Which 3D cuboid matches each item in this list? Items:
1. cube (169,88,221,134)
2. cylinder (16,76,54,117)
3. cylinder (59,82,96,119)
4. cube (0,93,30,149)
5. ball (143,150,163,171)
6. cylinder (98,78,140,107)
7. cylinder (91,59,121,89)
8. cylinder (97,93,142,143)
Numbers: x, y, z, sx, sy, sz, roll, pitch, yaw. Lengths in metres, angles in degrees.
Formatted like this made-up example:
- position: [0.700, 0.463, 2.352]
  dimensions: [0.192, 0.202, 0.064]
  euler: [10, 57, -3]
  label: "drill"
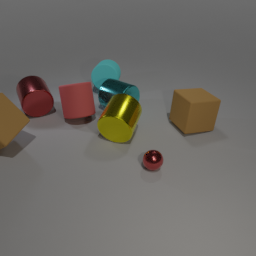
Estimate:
- position: [2.722, -0.741, 11.603]
  dimensions: [1.400, 1.400, 1.400]
  euler: [-6, 30, -20]
  label: "cube"
- position: [-4.222, -1.450, 12.700]
  dimensions: [1.400, 1.400, 1.400]
  euler: [-14, 42, -22]
  label: "cylinder"
- position: [-2.197, -1.219, 12.176]
  dimensions: [1.400, 1.400, 1.400]
  euler: [-7, 11, 1]
  label: "cylinder"
- position: [-4.722, -0.150, 10.019]
  dimensions: [1.400, 1.400, 1.400]
  euler: [-19, 30, 42]
  label: "cube"
- position: [0.843, 1.078, 9.431]
  dimensions: [0.700, 0.700, 0.700]
  euler: [0, 32, 0]
  label: "ball"
- position: [-0.412, -1.459, 12.920]
  dimensions: [1.400, 1.400, 1.400]
  euler: [24, 39, 33]
  label: "cylinder"
- position: [-1.141, -2.824, 14.866]
  dimensions: [1.400, 1.400, 1.400]
  euler: [2, 23, 3]
  label: "cylinder"
- position: [-0.307, -0.387, 10.908]
  dimensions: [1.400, 1.400, 1.400]
  euler: [10, 46, 16]
  label: "cylinder"
